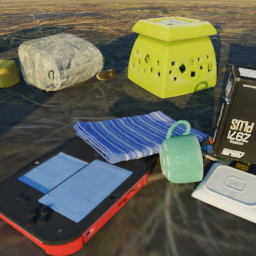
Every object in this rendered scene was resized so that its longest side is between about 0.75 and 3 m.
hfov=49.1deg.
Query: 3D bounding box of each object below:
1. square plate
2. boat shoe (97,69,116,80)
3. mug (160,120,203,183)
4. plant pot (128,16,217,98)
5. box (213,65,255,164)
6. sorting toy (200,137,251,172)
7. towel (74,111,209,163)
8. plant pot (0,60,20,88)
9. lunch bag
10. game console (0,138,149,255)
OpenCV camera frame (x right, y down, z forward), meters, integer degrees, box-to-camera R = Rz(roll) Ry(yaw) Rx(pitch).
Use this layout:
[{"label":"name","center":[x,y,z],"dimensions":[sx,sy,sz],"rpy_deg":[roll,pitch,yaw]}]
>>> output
[{"label":"square plate","center":[1.981,1.099,5.163],"dimensions":[1.227,0.175,1.216],"rpy_deg":[18,32,30]},{"label":"boat shoe","center":[-0.883,-2.031,10.707],"dimensions":[0.367,0.345,0.963],"rpy_deg":[6,19,40]},{"label":"mug","center":[0.966,0.512,5.384],"dimensions":[0.678,0.901,1.096],"rpy_deg":[-7,54,1]},{"label":"plant pot","center":[1.539,-2.631,9.802],"dimensions":[2.414,2.201,2.426],"rpy_deg":[-16,32,-25]},{"label":"box","center":[2.985,-0.165,5.666],"dimensions":[2.145,1.756,0.924],"rpy_deg":[12,31,9]},{"label":"sorting toy","center":[2.170,0.538,6.197],"dimensions":[1.157,0.155,0.862],"rpy_deg":[24,37,36]},{"label":"towel","center":[0.279,0.080,6.447],"dimensions":[2.602,0.310,1.884],"rpy_deg":[-11,25,-30]},{"label":"plant pot","center":[-4.466,-1.840,9.846],"dimensions":[0.833,0.828,0.852],"rpy_deg":[6,36,10]},{"label":"lunch bag","center":[-2.228,-2.206,9.573],"dimensions":[1.975,1.641,2.355],"rpy_deg":[19,34,34]},{"label":"game console","center":[-1.035,0.999,5.148],"dimensions":[2.190,0.384,2.476],"rpy_deg":[20,34,31]}]
